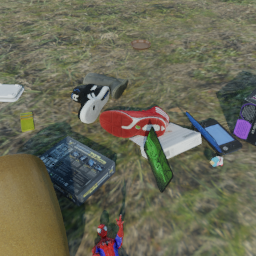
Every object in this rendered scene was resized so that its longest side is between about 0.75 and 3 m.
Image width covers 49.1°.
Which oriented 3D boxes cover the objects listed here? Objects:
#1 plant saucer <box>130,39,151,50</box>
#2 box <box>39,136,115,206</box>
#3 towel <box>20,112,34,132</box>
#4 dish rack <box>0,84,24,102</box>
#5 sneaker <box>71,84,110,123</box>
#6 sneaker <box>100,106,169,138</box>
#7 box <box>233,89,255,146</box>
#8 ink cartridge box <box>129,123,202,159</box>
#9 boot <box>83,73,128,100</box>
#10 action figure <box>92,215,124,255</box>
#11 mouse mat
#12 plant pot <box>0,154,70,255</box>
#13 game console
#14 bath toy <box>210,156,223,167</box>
[{"bbox_3d":[0.773,-5.010,16.936,1.268,0.218,1.268,-1,39,0],"label":"plant saucer"},{"bbox_3d":[-1.793,1.306,9.157,2.223,0.567,1.753,25,46,27],"label":"box"},{"bbox_3d":[-4.107,-0.268,11.395,0.493,0.103,1.145,-13,42,-14],"label":"towel"},{"bbox_3d":[-5.665,-1.680,12.922,1.431,0.312,1.228,3,40,2],"label":"dish rack"},{"bbox_3d":[-1.864,-1.054,11.724,1.472,0.961,2.631,10,31,13],"label":"sneaker"},{"bbox_3d":[0.334,-0.293,11.036,2.672,1.047,1.544,12,22,18],"label":"sneaker"},{"bbox_3d":[5.534,-0.728,10.583,1.584,1.826,2.987,31,50,30],"label":"box"},{"bbox_3d":[1.333,0.484,10.241,2.008,0.449,1.769,-20,22,-23],"label":"ink cartridge box"},{"bbox_3d":[-1.154,-2.023,13.005,1.978,0.718,1.798,18,29,10],"label":"boot"},{"bbox_3d":[-0.276,3.202,6.402,0.890,1.350,2.727,-13,39,-16],"label":"action figure"},{"bbox_3d":[0.884,0.986,8.598,0.066,1.400,1.740,-10,59,-16],"label":"mouse mat"},{"bbox_3d":[-2.539,2.484,6.578,2.600,2.600,2.790,-26,60,-28],"label":"plant pot"},{"bbox_3d":[3.154,0.045,10.280,1.540,1.068,1.805,-16,44,-17],"label":"game console"},{"bbox_3d":[2.990,1.138,9.377,0.360,0.827,0.306,-27,72,27],"label":"bath toy"}]
